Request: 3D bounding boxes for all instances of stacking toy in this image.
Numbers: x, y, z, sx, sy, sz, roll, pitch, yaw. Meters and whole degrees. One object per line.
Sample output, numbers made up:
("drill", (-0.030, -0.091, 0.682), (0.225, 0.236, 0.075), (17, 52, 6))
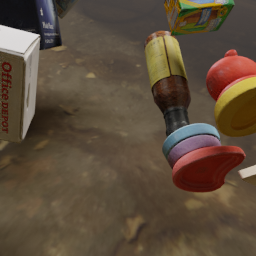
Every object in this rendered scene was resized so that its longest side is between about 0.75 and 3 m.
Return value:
("stacking toy", (1.411, 0.017, 3.609), (1.695, 1.873, 0.791), (7, 45, -23))

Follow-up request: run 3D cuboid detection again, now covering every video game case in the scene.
("video game case", (-1.966, -4.548, 8.100), (1.974, 1.799, 0.227), (-39, 22, 21))

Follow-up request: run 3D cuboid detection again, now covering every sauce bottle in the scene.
("sauce bottle", (0.805, -0.857, 5.580), (0.777, 0.777, 2.354), (-3, 62, -3))

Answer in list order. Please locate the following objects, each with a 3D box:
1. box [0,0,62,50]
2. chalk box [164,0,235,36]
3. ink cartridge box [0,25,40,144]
("box", (-2.690, -3.160, 6.747), (1.586, 2.553, 2.574), (-7, 19, -2))
("chalk box", (1.356, -2.223, 5.017), (1.217, 0.757, 0.753), (-8, 75, -5))
("ink cartridge box", (-2.640, -0.835, 4.411), (2.247, 1.649, 0.931), (12, 34, -9))
